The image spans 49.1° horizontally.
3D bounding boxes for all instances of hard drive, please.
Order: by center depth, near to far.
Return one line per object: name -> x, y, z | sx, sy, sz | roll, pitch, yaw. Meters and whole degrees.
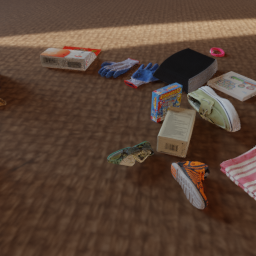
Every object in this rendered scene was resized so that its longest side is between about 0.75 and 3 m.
hard drive -> 2.463, -2.478, 11.537 | 1.879, 0.589, 2.785 | 31, 45, 23

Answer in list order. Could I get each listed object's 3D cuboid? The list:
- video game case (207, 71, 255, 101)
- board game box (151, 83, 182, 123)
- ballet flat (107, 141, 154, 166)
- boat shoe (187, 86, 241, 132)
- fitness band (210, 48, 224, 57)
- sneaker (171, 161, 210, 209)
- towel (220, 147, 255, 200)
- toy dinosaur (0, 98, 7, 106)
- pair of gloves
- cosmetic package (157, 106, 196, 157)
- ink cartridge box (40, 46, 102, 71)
video game case -> 4.229, -1.667, 10.896 | 1.524, 0.198, 1.674 | -24, 43, -29
board game box -> 1.241, -0.822, 9.032 | 1.043, 1.021, 0.291 | -24, 42, -28
ballet flat -> 0.137, 0.718, 7.264 | 1.421, 0.528, 0.528 | -19, 40, -36
boat shoe -> 2.684, -0.565, 8.979 | 0.791, 0.918, 2.551 | -20, 29, 0
fitness band -> 4.401, -3.749, 13.803 | 0.618, 0.161, 0.861 | 0, 37, 0
sneaker -> 1.665, 1.226, 6.614 | 0.808, 0.560, 1.443 | -12, 38, -14
towel -> 3.550, 1.275, 6.746 | 1.592, 0.325, 2.176 | -20, 40, -24
toy dinosaur -> -5.324, -1.248, 9.962 | 2.133, 0.644, 1.133 | 6, 38, 8
pair of gloves -> 0.112, -2.458, 11.909 | 2.692, 0.307, 2.164 | 27, 43, 30
cosmetic package -> 1.439, 0.064, 8.185 | 0.859, 0.580, 1.632 | 12, 38, 16
ink cartridge box -> -2.561, -3.547, 13.136 | 2.090, 0.646, 2.577 | 8, 39, 10
